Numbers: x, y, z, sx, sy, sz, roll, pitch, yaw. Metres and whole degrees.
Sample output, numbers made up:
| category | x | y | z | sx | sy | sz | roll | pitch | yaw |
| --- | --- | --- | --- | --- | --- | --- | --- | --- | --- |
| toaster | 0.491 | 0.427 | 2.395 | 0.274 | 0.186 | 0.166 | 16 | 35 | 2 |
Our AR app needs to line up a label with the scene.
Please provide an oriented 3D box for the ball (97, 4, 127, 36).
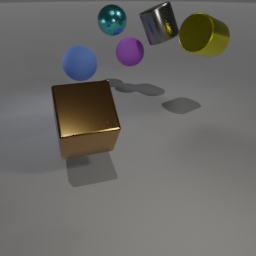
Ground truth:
| category | x | y | z | sx | sy | sz | roll | pitch | yaw |
| --- | --- | --- | --- | --- | --- | --- | --- | --- | --- |
| ball | -0.745 | -5.066 | 13.195 | 1.400 | 1.400 | 1.400 | 0 | 28 | 0 |

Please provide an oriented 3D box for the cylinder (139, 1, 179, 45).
| category | x | y | z | sx | sy | sz | roll | pitch | yaw |
| --- | --- | --- | --- | --- | --- | --- | --- | --- | --- |
| cylinder | 1.365 | -4.524 | 12.145 | 1.400 | 1.400 | 1.400 | -20 | 23 | 9 |

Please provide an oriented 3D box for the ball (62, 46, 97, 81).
| category | x | y | z | sx | sy | sz | roll | pitch | yaw |
| --- | --- | --- | --- | --- | --- | --- | --- | --- | --- |
| ball | -1.945 | -2.605 | 11.331 | 1.400 | 1.400 | 1.400 | 0 | 28 | 0 |

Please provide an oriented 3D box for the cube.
| category | x | y | z | sx | sy | sz | roll | pitch | yaw |
| --- | --- | --- | --- | --- | --- | --- | --- | --- | --- |
| cube | -1.093 | -0.188 | 7.053 | 1.400 | 1.400 | 1.400 | -9 | 67 | -15 |

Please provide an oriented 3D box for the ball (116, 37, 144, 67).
| category | x | y | z | sx | sy | sz | roll | pitch | yaw |
| --- | --- | --- | --- | --- | --- | --- | --- | --- | --- |
| ball | 0.093 | -3.727 | 13.718 | 1.400 | 1.400 | 1.400 | 0 | 28 | 0 |

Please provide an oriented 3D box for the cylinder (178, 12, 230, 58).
| category | x | y | z | sx | sy | sz | roll | pitch | yaw |
| --- | --- | --- | --- | --- | --- | --- | --- | --- | --- |
| cylinder | 2.815 | -3.384 | 10.338 | 1.400 | 1.400 | 1.400 | 24 | 20 | 38 |
